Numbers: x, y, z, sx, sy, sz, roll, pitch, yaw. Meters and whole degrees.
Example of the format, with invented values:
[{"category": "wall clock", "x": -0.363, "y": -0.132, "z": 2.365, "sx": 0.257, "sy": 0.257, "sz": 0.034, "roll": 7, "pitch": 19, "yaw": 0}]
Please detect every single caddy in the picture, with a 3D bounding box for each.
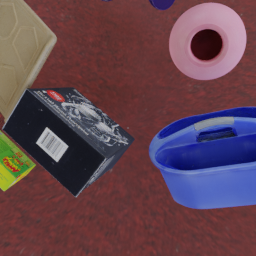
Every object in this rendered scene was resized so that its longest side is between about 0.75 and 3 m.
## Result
[{"category": "caddy", "x": 1.725, "y": 0.404, "z": 5.306, "sx": 2.607, "sy": 1.369, "sz": 1.843, "roll": -11, "pitch": 29, "yaw": 17}]

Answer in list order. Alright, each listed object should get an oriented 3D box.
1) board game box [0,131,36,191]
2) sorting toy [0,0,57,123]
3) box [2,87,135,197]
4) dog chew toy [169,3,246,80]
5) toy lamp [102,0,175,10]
[{"category": "board game box", "x": -3.077, "y": 0.462, "z": 6.296, "sx": 1.865, "sy": 0.947, "sz": 0.444, "roll": 45, "pitch": 103, "yaw": -2}, {"category": "sorting toy", "x": -2.104, "y": -1.833, "z": 5.482, "sx": 2.196, "sy": 0.395, "sz": 2.947, "roll": 50, "pitch": 115, "yaw": 25}, {"category": "box", "x": -0.982, "y": 0.115, "z": 5.147, "sx": 1.743, "sy": 1.587, "sz": 0.908, "roll": 40, "pitch": 107, "yaw": 7}, {"category": "dog chew toy", "x": 1.797, "y": -2.008, "z": 6.401, "sx": 1.547, "sy": 1.547, "sz": 2.484, "roll": 20, "pitch": 26, "yaw": 7}, {"category": "toy lamp", "x": -0.071, "y": -3.231, "z": 6.388, "sx": 0.807, "sy": 0.807, "sz": 2.774, "roll": -42, "pitch": 45, "yaw": -14}]
